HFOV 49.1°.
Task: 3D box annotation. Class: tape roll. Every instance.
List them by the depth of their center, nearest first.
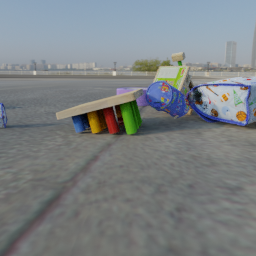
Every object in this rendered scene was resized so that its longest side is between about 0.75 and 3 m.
[{"bbox_3d":[0.352,-1.579,13.960,1.832,0.778,1.832,0,12,0],"label":"tape roll"}]

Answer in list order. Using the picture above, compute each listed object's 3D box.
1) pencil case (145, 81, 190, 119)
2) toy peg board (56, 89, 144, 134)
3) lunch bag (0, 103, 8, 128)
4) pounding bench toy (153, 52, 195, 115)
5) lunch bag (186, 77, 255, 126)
[{"bbox_3d":[1.243,-0.797,8.456,0.783,0.872,2.008,1,-6,27],"label":"pencil case"},{"bbox_3d":[-0.572,-0.323,7.993,2.110,1.036,2.119,-14,8,11],"label":"toy peg board"},{"bbox_3d":[-3.868,-0.376,7.997,0.669,0.787,0.487,-2,43,-15],"label":"lunch bag"},{"bbox_3d":[1.924,-1.656,10.539,1.208,1.945,1.517,8,-24,36],"label":"pounding bench toy"},{"bbox_3d":[3.399,-0.924,9.064,2.018,1.470,2.374,-11,17,-34],"label":"lunch bag"}]
